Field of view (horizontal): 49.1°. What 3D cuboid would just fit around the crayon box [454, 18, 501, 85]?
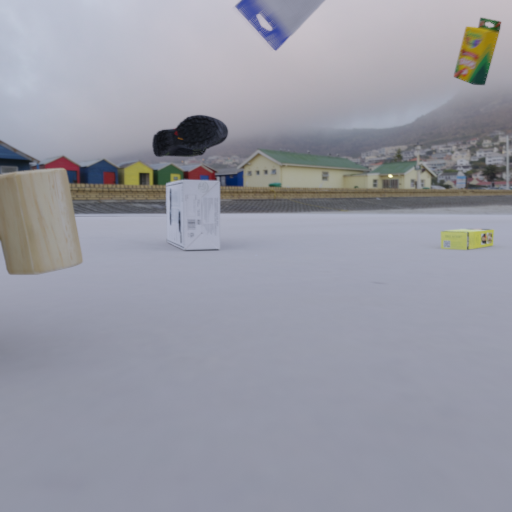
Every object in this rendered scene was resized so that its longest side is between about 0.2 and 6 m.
[{"bbox_3d":[3.384,-3.148,8.599,0.234,0.920,0.584,-1,28,-13],"label":"crayon box"}]

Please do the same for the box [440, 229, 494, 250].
[{"bbox_3d":[4.119,-0.335,10.893,0.539,0.359,1.432,4,7,40],"label":"box"}]

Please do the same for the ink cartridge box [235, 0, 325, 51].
[{"bbox_3d":[0.367,-2.453,4.913,0.684,1.147,0.241,27,22,-51],"label":"ink cartridge box"}]

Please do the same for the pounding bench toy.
[{"bbox_3d":[-2.201,-0.112,2.990,2.200,1.367,1.716,-3,5,-28],"label":"pounding bench toy"}]

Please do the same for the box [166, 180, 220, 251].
[{"bbox_3d":[-1.292,-0.828,11.056,0.677,1.313,2.252,-2,5,-17],"label":"box"}]

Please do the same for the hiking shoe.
[{"bbox_3d":[-1.277,-2.528,11.925,1.912,0.724,0.963,-3,4,34],"label":"hiking shoe"}]
